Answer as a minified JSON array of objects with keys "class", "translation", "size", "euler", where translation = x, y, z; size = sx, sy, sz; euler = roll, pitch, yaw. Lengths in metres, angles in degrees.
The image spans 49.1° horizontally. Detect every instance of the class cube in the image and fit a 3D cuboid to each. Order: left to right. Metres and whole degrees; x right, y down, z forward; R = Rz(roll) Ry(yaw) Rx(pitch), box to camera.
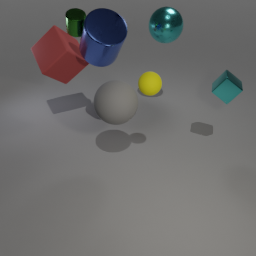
[{"class":"cube","translation":[-2.671,-2.849,11.078],"size":[1.400,1.400,1.400],"euler":[17,40,-61]},{"class":"cube","translation":[3.302,-1.371,9.347],"size":[0.700,0.700,0.700],"euler":[36,37,-8]}]

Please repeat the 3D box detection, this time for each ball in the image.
[{"class":"ball","translation":[-0.378,-0.799,8.806],"size":[1.400,1.400,1.400],"euler":[0,32,0]},{"class":"ball","translation":[0.645,-1.306,8.243],"size":[0.700,0.700,0.700],"euler":[0,32,0]},{"class":"ball","translation":[1.527,-4.137,11.293],"size":[1.400,1.400,1.400],"euler":[0,32,0]}]

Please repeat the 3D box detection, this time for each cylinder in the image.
[{"class":"cylinder","translation":[-1.812,-3.676,9.793],"size":[0.700,0.700,0.700],"euler":[4,57,-6]},{"class":"cylinder","translation":[-0.864,-3.007,9.451],"size":[1.400,1.400,1.400],"euler":[5,72,-15]}]
